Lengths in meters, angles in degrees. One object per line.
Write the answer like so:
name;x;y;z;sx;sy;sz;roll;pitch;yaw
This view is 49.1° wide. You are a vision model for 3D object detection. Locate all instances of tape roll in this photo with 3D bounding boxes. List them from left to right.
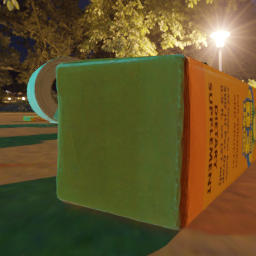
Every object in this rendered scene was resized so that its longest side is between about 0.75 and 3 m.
tape roll;-2.529;-1.410;10.929;2.499;2.499;1.716;-2;4;-28

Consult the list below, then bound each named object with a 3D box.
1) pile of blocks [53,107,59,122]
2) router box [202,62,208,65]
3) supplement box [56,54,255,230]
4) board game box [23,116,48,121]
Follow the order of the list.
pile of blocks;-0.460;-0.522;6.256;0.892;1.179;2.871;18;31;16
router box;2.234;-1.038;9.115;0.626;2.014;1.509;5;6;18
supplement box;0.586;-0.021;2.462;0.881;0.852;2.562;3;5;31
board game box;-4.242;-0.493;14.203;1.822;0.273;0.870;-7;8;-43
